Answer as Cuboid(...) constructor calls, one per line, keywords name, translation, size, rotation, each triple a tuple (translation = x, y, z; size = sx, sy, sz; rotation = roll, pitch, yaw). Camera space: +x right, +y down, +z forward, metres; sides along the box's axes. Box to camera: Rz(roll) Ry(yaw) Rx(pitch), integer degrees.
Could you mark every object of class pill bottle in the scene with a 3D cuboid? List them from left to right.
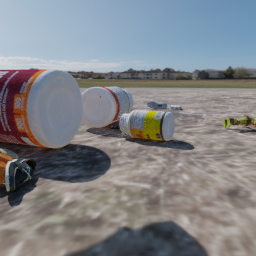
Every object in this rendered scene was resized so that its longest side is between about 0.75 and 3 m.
Cuboid(name="pill bottle", translation=(-2.554, -0.476, 6.086), size=(2.793, 1.595, 1.595), rotation=(4, 11, 23))
Cuboid(name="pill bottle", translation=(-0.588, -0.720, 8.747), size=(1.163, 1.163, 2.123), rotation=(3, 10, 17))
Cuboid(name="pill bottle", translation=(0.434, -0.075, 6.523), size=(1.206, 0.659, 0.659), rotation=(5, 11, 28))

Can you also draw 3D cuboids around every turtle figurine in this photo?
Cuboid(name="turtle figurine", translation=(3.238, -0.157, 7.720), size=(1.030, 0.411, 1.277), rotation=(0, 10, -1))

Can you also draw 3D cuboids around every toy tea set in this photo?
Cuboid(name="toy tea set", translation=(-2.052, 0.550, 4.039), size=(0.760, 0.473, 1.278), rotation=(28, -2, -18))

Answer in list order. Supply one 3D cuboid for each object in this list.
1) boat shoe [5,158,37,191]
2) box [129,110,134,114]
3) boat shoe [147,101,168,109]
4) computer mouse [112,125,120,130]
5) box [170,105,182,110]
Cuboid(name="boat shoe", translation=(-1.418, 0.582, 3.706), size=(0.309, 0.328, 0.913), rotation=(-2, 7, -9))
Cuboid(name="box", translation=(-0.269, -0.598, 10.861), size=(0.722, 0.209, 0.908), rotation=(7, 12, 35))
Cuboid(name="boat shoe", translation=(1.391, -1.082, 13.439), size=(0.987, 0.363, 0.322), rotation=(10, 5, -2))
Cuboid(name="computer mouse", translation=(-0.110, -0.059, 7.944), size=(0.416, 0.166, 0.758), rotation=(2, 15, 40))
Cuboid(name="box", translation=(2.243, -0.961, 13.140), size=(0.470, 0.148, 0.854), rotation=(1, 10, 6))
